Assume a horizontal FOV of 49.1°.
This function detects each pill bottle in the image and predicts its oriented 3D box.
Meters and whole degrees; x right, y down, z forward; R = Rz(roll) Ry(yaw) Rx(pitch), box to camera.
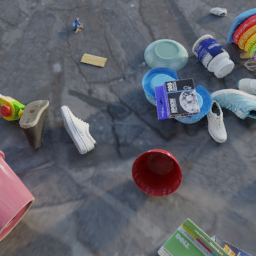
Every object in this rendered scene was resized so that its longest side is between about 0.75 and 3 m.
[{"bbox_3d":[3.705,-3.094,12.160,1.035,1.035,1.789,-25,64,-13],"label":"pill bottle"}]

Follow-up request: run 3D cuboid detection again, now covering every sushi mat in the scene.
[{"bbox_3d":[-1.549,-3.075,12.699,1.107,0.067,0.530,15,62,8],"label":"sushi mat"}]

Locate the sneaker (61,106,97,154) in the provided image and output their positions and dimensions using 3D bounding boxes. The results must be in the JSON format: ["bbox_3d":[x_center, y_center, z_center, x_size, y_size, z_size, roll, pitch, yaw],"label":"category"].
[{"bbox_3d":[-1.891,0.010,10.697,0.744,0.768,2.102,-23,72,-23],"label":"sneaker"}]

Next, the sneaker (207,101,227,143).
[{"bbox_3d":[3.411,-0.277,10.847,0.624,0.605,1.708,-9,61,-5],"label":"sneaker"}]

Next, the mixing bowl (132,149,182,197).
[{"bbox_3d":[1.045,1.376,9.562,1.681,1.681,0.910,18,24,9],"label":"mixing bowl"}]

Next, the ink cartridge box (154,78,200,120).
[{"bbox_3d":[1.822,-1.117,10.627,1.530,0.332,1.515,-8,64,6],"label":"ink cartridge box"}]

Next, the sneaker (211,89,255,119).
[{"bbox_3d":[4.393,-0.867,11.043,2.269,0.839,0.930,11,57,6],"label":"sneaker"}]

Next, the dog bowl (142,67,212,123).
[{"bbox_3d":[1.910,-1.288,11.340,2.950,0.731,1.644,35,67,17],"label":"dog bowl"}]

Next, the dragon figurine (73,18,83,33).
[{"bbox_3d":[-2.517,-4.939,13.598,0.498,0.295,1.002,17,62,9],"label":"dragon figurine"}]

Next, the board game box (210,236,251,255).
[{"bbox_3d":[3.074,4.497,8.146,2.364,0.729,2.365,40,68,21],"label":"board game box"}]

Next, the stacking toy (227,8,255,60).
[{"bbox_3d":[5.816,-3.551,12.109,1.722,1.628,2.967,-21,65,-5],"label":"stacking toy"}]

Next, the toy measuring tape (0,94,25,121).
[{"bbox_3d":[-4.921,-0.855,11.131,2.265,0.833,0.833,25,64,21],"label":"toy measuring tape"}]

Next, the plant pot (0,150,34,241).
[{"bbox_3d":[-4.399,2.105,8.572,2.436,2.721,2.721,37,66,1],"label":"plant pot"}]

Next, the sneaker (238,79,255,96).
[{"bbox_3d":[5.619,-1.714,11.511,2.084,0.842,0.797,12,63,8],"label":"sneaker"}]

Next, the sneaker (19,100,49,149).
[{"bbox_3d":[-3.534,-0.207,10.800,0.808,1.148,2.161,0,32,4],"label":"sneaker"}]

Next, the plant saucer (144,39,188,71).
[{"bbox_3d":[1.753,-3.413,12.714,2.015,0.388,2.015,0,60,0],"label":"plant saucer"}]

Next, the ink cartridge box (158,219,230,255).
[{"bbox_3d":[1.682,3.476,7.486,1.483,2.856,0.847,41,70,20],"label":"ink cartridge box"}]

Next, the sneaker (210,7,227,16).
[{"bbox_3d":[4.561,-5.832,14.105,0.812,0.310,0.327,4,71,4],"label":"sneaker"}]

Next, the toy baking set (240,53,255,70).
[{"bbox_3d":[6.295,-2.789,12.412,1.909,0.289,2.488,-28,65,-14],"label":"toy baking set"}]
